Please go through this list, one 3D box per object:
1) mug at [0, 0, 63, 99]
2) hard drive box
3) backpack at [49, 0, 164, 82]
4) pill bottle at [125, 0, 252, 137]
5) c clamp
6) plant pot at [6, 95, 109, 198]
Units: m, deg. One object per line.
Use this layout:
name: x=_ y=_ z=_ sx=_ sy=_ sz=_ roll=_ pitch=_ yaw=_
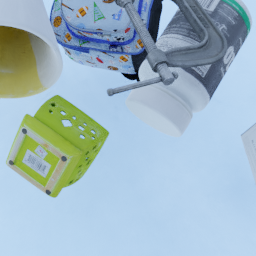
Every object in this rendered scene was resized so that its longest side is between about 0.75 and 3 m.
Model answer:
mug: x=-2.864 y=-2.054 z=6.129 sx=2.729 sy=2.186 sz=2.241 roll=-23 pitch=61 yaw=18
hard drive box: x=3.571 y=0.379 z=5.629 sx=0.914 sy=2.379 sz=1.854 roll=5 pitch=58 yaw=-16
backpack: x=-0.605 y=-2.652 z=6.848 sx=2.563 sy=2.073 sz=2.691 roll=6 pitch=71 yaw=20
pill bottle: x=1.174 y=-1.274 z=5.607 sx=1.522 sy=1.522 sz=2.692 roll=30 pitch=81 yaw=15
c clamp: x=0.464 y=-1.592 z=4.352 sx=2.029 sy=0.322 sz=2.375 roll=-9 pitch=58 yaw=-11
plant pot: x=-1.401 y=0.392 z=5.357 sx=1.401 sy=1.394 sz=1.271 roll=35 pitch=26 yaw=4
